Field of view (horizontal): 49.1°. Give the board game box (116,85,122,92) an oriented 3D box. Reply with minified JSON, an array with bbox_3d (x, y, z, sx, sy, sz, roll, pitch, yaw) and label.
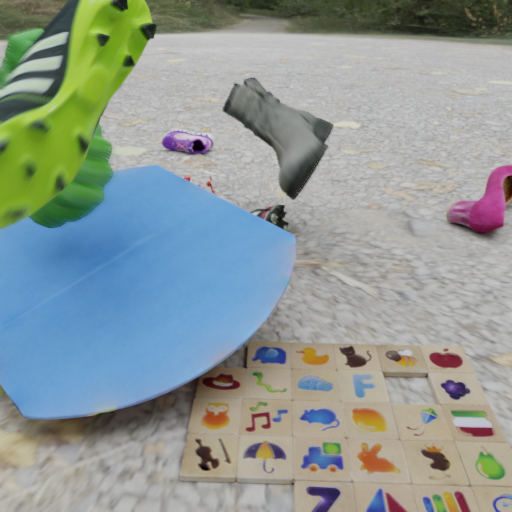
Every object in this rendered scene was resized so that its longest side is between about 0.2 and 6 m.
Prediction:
[{"bbox_3d":[-2.894,-3.382,9.704,0.401,1.707,1.289,26,54,10],"label":"board game box"}]

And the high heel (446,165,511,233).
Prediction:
[{"bbox_3d":[5.083,-1.193,11.305,2.545,0.857,1.221,-24,25,-30],"label":"high heel"}]

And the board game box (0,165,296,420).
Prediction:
[{"bbox_3d":[-1.950,0.448,8.002,3.975,0.980,5.032,-36,46,-28],"label":"board game box"}]

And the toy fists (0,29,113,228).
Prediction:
[{"bbox_3d":[-2.732,-1.720,7.409,1.344,2.637,0.907,-27,-14,29],"label":"toy fists"}]

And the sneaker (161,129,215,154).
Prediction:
[{"bbox_3d":[-1.924,-3.125,15.589,1.490,0.599,0.659,3,35,4],"label":"sneaker"}]

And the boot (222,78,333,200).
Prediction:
[{"bbox_3d":[0.211,-2.108,9.626,1.935,1.003,2.962,30,29,-4],"label":"boot"}]

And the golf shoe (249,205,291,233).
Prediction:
[{"bbox_3d":[-0.242,-0.281,9.918,0.979,0.858,2.222,-2,16,31],"label":"golf shoe"}]

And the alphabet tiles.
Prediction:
[{"bbox_3d":[0.974,1.863,6.272,3.437,0.130,2.873,1,27,2],"label":"alphabet tiles"}]

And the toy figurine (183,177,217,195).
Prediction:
[{"bbox_3d":[-1.599,-1.048,11.294,1.551,0.818,0.929,0,32,2],"label":"toy figurine"}]

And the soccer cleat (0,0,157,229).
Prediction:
[{"bbox_3d":[-2.119,-1.535,5.675,1.179,0.982,2.909,23,76,41],"label":"soccer cleat"}]
